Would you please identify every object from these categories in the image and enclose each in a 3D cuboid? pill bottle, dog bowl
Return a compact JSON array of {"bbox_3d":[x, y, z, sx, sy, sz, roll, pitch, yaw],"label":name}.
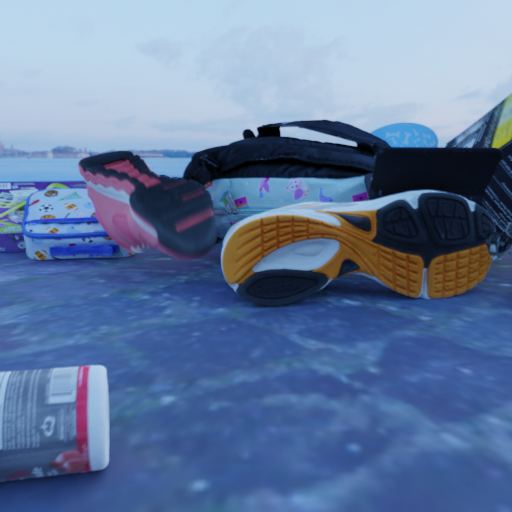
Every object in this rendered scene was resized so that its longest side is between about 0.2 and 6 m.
[{"bbox_3d":[-1.299,0.890,2.946,1.006,0.557,0.557,-2,10,-13],"label":"pill bottle"},{"bbox_3d":[2.987,-1.571,12.183,1.688,0.751,3.028,-2,-29,2],"label":"dog bowl"}]

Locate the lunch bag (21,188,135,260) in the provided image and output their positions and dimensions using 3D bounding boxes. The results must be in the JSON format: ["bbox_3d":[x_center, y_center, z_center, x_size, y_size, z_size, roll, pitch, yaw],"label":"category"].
[{"bbox_3d":[-2.977,-0.550,9.735,1.984,0.750,1.590,-3,36,-13],"label":"lunch bag"}]

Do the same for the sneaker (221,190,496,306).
[{"bbox_3d":[1.234,-0.248,7.116,3.513,1.330,1.616,-1,13,-11],"label":"sneaker"}]

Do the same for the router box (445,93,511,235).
[{"bbox_3d":[4.540,-1.952,9.106,3.475,1.154,4.420,-39,3,37],"label":"router box"}]

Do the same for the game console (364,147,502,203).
[{"bbox_3d":[2.123,-1.112,6.976,1.410,0.820,1.240,2,26,5],"label":"game console"}]

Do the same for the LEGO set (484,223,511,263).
[{"bbox_3d":[3.627,0.263,6.200,2.156,0.941,3.319,7,19,32],"label":"LEGO set"}]

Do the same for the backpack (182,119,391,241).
[{"bbox_3d":[0.749,-1.003,9.288,3.267,2.068,2.726,7,31,24],"label":"backpack"}]

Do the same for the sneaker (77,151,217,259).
[{"bbox_3d":[-1.547,-0.534,8.288,1.122,1.321,3.045,-23,40,-32],"label":"sneaker"}]

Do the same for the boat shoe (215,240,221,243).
[{"bbox_3d":[-1.272,-0.444,10.635,0.640,0.677,1.882,1,-1,22],"label":"boat shoe"}]

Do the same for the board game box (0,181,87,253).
[{"bbox_3d":[-3.450,-0.882,11.295,3.509,0.567,2.106,-4,30,-24],"label":"board game box"}]
